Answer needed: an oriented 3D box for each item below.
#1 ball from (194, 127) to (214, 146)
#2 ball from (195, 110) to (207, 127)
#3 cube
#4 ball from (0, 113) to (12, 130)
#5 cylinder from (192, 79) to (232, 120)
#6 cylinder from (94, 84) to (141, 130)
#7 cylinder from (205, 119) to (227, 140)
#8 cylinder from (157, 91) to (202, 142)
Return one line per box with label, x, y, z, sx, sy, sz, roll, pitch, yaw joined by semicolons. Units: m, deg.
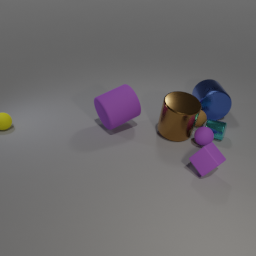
ball;2.785;0.297;10.279;0.700;0.700;0.700;0;30;0
ball;2.895;-0.411;11.594;0.700;0.700;0.700;0;30;0
cube;2.496;0.975;8.793;0.700;0.700;0.700;-15;65;-51
ball;-5.076;-0.275;11.355;0.700;0.700;0.700;0;30;0
cylinder;3.654;-1.258;12.354;1.400;1.400;1.400;0;31;-1
cylinder;-0.425;-0.839;11.125;1.400;1.400;1.400;-27;38;-18
cylinder;3.373;0.058;10.797;0.700;0.700;0.700;15;33;25
cylinder;1.924;-0.443;10.670;1.400;1.400;1.400;4;43;-4
